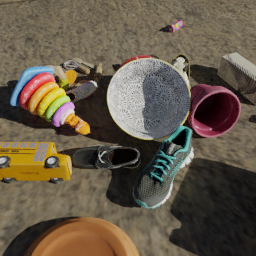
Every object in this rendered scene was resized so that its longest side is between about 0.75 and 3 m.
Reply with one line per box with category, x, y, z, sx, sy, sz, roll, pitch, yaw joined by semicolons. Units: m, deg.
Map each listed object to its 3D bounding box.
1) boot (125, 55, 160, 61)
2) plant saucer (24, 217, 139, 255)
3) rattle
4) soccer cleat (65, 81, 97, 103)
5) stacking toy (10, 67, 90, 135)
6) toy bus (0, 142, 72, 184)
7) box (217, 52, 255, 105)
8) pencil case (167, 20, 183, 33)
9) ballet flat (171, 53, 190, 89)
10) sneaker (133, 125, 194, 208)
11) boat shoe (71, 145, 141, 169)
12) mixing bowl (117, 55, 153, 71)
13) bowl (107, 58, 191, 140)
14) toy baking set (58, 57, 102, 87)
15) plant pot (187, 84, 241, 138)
boot;0.573;-2.360;11.688;1.710;0.592;1.489;-9;44;5
plant saucer;-1.061;3.176;6.039;2.823;0.528;2.823;0;45;0
rattle;-3.197;-1.811;10.966;1.985;1.293;1.418;-21;36;17
soccer cleat;-1.795;-1.286;10.473;1.577;0.551;0.681;-29;21;-18
stacking toy;-2.348;-0.669;9.317;2.748;1.508;1.595;38;26;7
toy bus;-2.915;0.969;8.079;2.542;0.827;0.995;0;43;1
box;4.617;-1.974;10.997;0.797;0.958;2.332;-19;46;-18
pencil case;2.509;-5.414;14.893;0.424;0.424;0.960;33;52;29
ballet flat;2.037;-2.043;11.083;0.985;0.985;2.786;6;45;6
sneaker;1.014;0.932;7.788;1.079;1.268;2.781;23;50;21
boat shoe;-0.657;0.819;8.190;2.063;0.698;0.741;1;78;2
mixing bowl;0.459;-1.839;10.561;1.658;1.658;0.898;-15;64;-15
bowl;0.626;-0.835;9.254;2.638;1.238;2.638;1;80;-3
toy baking set;-1.988;-2.457;11.952;1.815;0.275;2.365;4;45;4
plant pot;2.646;-0.733;9.387;1.657;1.657;1.483;-7;28;-7
